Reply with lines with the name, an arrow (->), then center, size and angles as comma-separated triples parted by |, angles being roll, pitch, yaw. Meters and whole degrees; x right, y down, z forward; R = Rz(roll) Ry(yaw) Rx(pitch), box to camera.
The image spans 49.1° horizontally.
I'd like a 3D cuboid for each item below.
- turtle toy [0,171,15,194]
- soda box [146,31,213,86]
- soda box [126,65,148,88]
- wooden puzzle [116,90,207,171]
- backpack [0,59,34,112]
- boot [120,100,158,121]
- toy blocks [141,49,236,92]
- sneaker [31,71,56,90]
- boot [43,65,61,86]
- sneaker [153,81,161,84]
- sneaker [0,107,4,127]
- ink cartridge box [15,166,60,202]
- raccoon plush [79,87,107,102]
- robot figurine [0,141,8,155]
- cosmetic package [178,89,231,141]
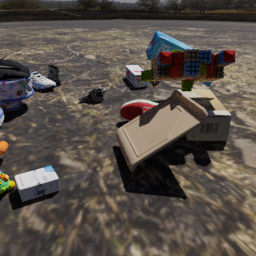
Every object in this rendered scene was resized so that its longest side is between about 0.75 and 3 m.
turtle toy -> -2.896, 1.132, 5.994 | 0.874, 0.442, 0.637 | 18, 31, 33
soda box -> 2.154, -2.665, 10.859 | 2.802, 0.951, 0.899 | 20, 31, -16
soda box -> 0.398, -2.495, 13.343 | 0.643, 0.601, 1.888 | -6, 27, -12
wooden puzzle -> 0.730, 0.012, 6.990 | 2.135, 0.397, 1.975 | -36, 25, 3
backpack -> -4.472, -1.488, 10.050 | 2.072, 1.676, 2.176 | -10, 34, -11
boot -> 0.676, -0.283, 8.694 | 1.960, 0.710, 1.414 | 5, 27, 2
toy blocks -> 1.799, -1.780, 8.099 | 2.633, 1.316, 1.800 | 0, 3, -5
sneaker -> -4.024, -2.141, 12.508 | 1.965, 0.712, 0.706 | 18, 30, 29
boot -> -3.616, -2.534, 13.071 | 1.372, 0.903, 0.479 | 17, 32, 31
sneaker -> 1.238, -2.306, 13.252 | 0.533, 0.338, 0.948 | 14, 21, 19
sneaker -> -4.694, -0.223, 8.072 | 0.961, 1.091, 2.446 | 14, 28, 26
ink cartridge box -> -1.944, 1.176, 6.016 | 0.799, 0.343, 0.585 | -15, 29, -26
raccoon plush -> -1.400, -1.383, 11.194 | 1.124, 0.544, 0.753 | -2, 18, -4
robot figurine -> -3.775, 0.430, 6.679 | 1.430, 1.159, 1.988 | -25, 31, -6
cosmetic package -> 2.292, -0.497, 8.923 | 1.232, 0.833, 2.343 | 0, 26, -1
